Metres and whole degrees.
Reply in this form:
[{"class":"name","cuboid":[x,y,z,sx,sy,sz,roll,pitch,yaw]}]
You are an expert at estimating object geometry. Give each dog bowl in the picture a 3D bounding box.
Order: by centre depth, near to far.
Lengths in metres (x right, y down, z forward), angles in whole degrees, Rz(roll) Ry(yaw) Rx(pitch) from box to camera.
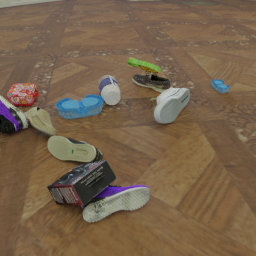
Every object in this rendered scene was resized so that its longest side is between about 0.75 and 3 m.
[{"class":"dog bowl","cuboid":[-2.087,-0.926,12.367,2.083,0.516,1.161,-11,35,-16]},{"class":"dog bowl","cuboid":[4.728,-2.149,14.393,0.636,0.283,1.141,-7,35,-10]}]

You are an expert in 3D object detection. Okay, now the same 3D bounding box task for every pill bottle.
[{"class":"pill bottle","cuboid":[-0.867,-1.784,13.282,0.917,0.917,1.585,-7,34,-10]}]

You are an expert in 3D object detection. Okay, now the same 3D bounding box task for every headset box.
[{"class":"headset box","cuboid":[-1.268,1.531,7.846,1.280,0.664,1.720,-34,11,-39]}]

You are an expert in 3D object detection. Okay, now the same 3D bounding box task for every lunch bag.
[{"class":"lunch bag","cuboid":[-4.917,-1.620,13.289,1.345,0.626,1.527,-2,34,-3]}]

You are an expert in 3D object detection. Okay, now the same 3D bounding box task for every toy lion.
[{"class":"toy lion","cuboid":[0.686,-2.671,12.051,1.420,0.488,1.361,20,5,-5]}]

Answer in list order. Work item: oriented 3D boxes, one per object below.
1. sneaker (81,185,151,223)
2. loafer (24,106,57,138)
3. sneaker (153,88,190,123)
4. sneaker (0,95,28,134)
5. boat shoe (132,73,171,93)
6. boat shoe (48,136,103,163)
[{"class":"sneaker","cuboid":[-0.385,1.888,7.975,1.995,0.693,0.992,-13,27,-15]},{"class":"loafer","cuboid":[-3.390,-0.313,11.014,2.176,0.823,0.743,32,79,39]},{"class":"sneaker","cuboid":[1.699,-0.994,12.178,1.052,1.085,2.972,8,25,31]},{"class":"sneaker","cuboid":[-5.380,-0.521,11.390,2.659,0.924,1.323,25,42,32]},{"class":"boat shoe","cuboid":[1.224,-2.474,14.432,2.368,0.767,0.852,28,43,35]},{"class":"boat shoe","cuboid":[-1.901,0.788,9.825,2.198,0.789,0.743,11,-3,28]}]
